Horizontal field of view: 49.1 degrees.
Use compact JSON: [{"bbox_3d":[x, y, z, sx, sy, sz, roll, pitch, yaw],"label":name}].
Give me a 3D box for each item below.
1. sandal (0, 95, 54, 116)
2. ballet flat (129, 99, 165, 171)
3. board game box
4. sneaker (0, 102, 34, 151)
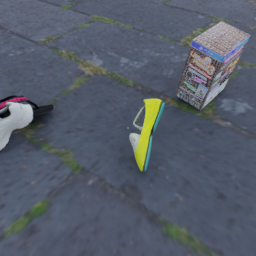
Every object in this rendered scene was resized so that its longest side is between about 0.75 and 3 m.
[{"bbox_3d":[-3.237,-0.591,7.441,2.444,0.551,0.918,-3,10,-15],"label":"sandal"},{"bbox_3d":[0.365,0.105,6.540,0.597,0.595,1.782,15,73,8],"label":"ballet flat"},{"bbox_3d":[2.348,-1.738,7.960,0.927,1.915,1.526,37,53,22],"label":"board game box"},{"bbox_3d":[-3.074,-0.039,6.655,1.710,0.745,0.637,-44,62,8],"label":"sneaker"}]
